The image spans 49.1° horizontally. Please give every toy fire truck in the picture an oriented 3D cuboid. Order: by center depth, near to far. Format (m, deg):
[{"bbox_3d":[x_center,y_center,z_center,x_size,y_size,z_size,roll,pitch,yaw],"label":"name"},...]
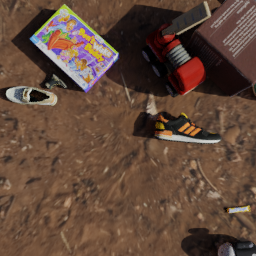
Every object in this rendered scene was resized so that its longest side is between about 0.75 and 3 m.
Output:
[{"bbox_3d":[1.974,-2.783,10.056,1.909,2.966,2.611,-33,87,-4],"label":"toy fire truck"}]

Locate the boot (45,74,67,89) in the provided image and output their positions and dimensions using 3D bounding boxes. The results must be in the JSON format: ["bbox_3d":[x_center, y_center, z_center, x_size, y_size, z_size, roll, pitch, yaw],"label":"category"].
[{"bbox_3d":[-2.918,-1.746,11.346,0.784,0.283,0.592,43,88,5],"label":"boot"}]

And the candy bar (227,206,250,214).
[{"bbox_3d":[4.342,3.210,11.002,0.929,0.103,0.232,-5,85,-1],"label":"candy bar"}]

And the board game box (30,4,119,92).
[{"bbox_3d":[-2.120,-3.183,11.267,2.958,0.662,1.989,42,86,3],"label":"board game box"}]

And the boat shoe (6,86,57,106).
[{"bbox_3d":[-3.883,-1.312,11.092,2.012,0.688,0.752,4,85,0],"label":"boat shoe"}]

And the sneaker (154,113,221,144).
[{"bbox_3d":[2.350,-0.004,10.868,2.589,0.906,1.165,5,88,2],"label":"sneaker"}]

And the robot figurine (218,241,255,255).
[{"bbox_3d":[4.214,4.763,10.409,1.679,1.048,1.261,0,82,0],"label":"robot figurine"}]

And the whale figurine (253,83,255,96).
[{"bbox_3d":[5.745,-1.734,11.083,1.515,0.786,1.205,-30,86,-4],"label":"whale figurine"}]

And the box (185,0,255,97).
[{"bbox_3d":[3.959,-3.034,10.451,2.268,2.245,2.734,-44,86,-3],"label":"box"}]
